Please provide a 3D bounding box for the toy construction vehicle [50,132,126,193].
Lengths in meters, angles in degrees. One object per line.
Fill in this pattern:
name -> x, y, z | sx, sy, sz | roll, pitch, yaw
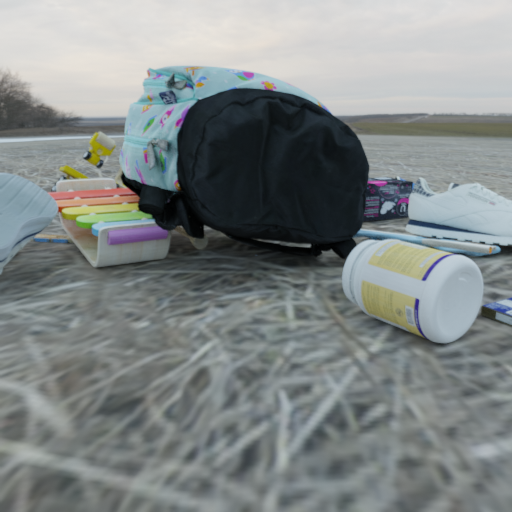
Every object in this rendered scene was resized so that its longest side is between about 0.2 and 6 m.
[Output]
toy construction vehicle -> -3.659, -1.822, 12.877 | 1.623, 1.864, 0.656 | 28, 4, -39

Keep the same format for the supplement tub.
supplement tub -> 1.815, 0.361, 6.661 | 1.016, 1.016, 1.397 | -11, 19, -34

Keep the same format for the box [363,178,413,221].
box -> 2.739, -1.339, 13.157 | 1.536, 0.881, 1.015 | -5, 15, -25

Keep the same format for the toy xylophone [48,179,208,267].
toy xylophone -> -2.434, -0.676, 10.353 | 2.457, 0.843, 3.356 | -12, 26, -37

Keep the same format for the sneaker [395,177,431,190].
sneaker -> 3.980, -1.513, 14.386 | 0.868, 0.765, 1.947 | 11, 20, -4

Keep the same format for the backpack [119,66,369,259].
backpack -> -0.530, -1.776, 9.729 | 3.708, 2.812, 4.443 | 15, 8, -35

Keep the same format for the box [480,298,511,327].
box -> 3.430, 0.687, 7.084 | 1.016, 0.165, 0.616 | -11, 19, -29

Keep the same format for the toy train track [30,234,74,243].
toy train track -> -4.291, -0.488, 11.004 | 2.301, 0.374, 1.320 | 3, 17, 9

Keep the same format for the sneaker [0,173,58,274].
sneaker -> -4.005, -0.405, 8.476 | 1.154, 1.119, 3.160 | 40, 14, -12

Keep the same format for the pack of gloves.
pack of gloves -> 2.859, -0.100, 9.811 | 2.526, 0.498, 2.122 | 10, 5, 29

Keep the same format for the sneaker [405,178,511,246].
sneaker -> 4.216, -0.778, 10.344 | 2.833, 1.140, 1.082 | 10, 3, 26
